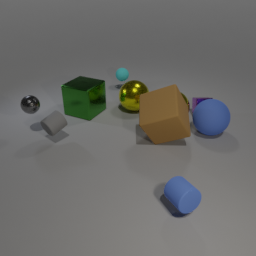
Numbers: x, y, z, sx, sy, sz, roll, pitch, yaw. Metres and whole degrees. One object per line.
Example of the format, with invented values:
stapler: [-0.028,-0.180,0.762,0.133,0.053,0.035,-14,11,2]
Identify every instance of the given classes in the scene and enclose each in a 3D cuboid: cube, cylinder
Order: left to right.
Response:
cylinder: [-2.711,-0.173,10.265,0.700,0.700,0.700,24,54,36]
cube: [-1.927,-1.359,12.455,1.400,1.400,1.400,14,33,23]
cube: [1.317,-0.452,10.007,1.400,1.400,1.400,-15,52,24]
cylinder: [1.395,1.704,7.194,0.700,0.700,0.700,-13,26,-22]
cube: [3.219,-0.965,12.153,0.700,0.700,0.700,-1,10,-2]

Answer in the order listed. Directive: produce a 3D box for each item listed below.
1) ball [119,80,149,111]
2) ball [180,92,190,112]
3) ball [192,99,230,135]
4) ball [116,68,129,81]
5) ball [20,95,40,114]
ball: [0.281,-1.454,12.637,1.400,1.400,1.400,0,30,0]
ball: [1.843,-0.861,11.601,1.400,1.400,1.400,0,30,0]
ball: [3.195,-0.413,10.765,1.400,1.400,1.400,0,30,0]
ball: [-0.303,-2.820,14.783,0.700,0.700,0.700,0,30,0]
ball: [-3.625,-0.868,10.399,0.700,0.700,0.700,0,30,0]
